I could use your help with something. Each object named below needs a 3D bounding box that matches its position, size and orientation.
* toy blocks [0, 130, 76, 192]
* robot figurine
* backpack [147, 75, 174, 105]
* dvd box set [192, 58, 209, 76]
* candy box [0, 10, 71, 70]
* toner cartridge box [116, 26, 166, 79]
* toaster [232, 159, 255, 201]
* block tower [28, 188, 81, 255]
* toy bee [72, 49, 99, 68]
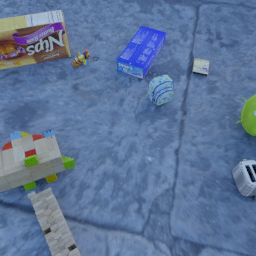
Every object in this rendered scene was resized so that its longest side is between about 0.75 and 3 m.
[{"bbox_3d":[-3.000,0.766,8.295,2.460,1.229,1.682,-18,45,-14],"label":"toy blocks"},{"bbox_3d":[4.703,-0.265,8.707,2.455,1.420,2.154,16,66,10],"label":"robot figurine"},{"bbox_3d":[1.184,-1.317,9.732,0.882,0.964,0.709,-21,57,-14],"label":"backpack"},{"bbox_3d":[2.859,-2.394,10.989,0.597,0.120,0.816,13,54,4],"label":"dvd box set"},{"bbox_3d":[-3.783,-3.341,10.717,2.934,1.712,0.828,-12,57,-9],"label":"candy box"},{"bbox_3d":[0.568,-3.100,11.261,1.163,0.529,2.449,21,57,15],"label":"toner cartridge box"},{"bbox_3d":[3.438,1.439,7.943,0.623,0.709,1.097,-5,55,-3],"label":"toaster"},{"bbox_3d":[-1.854,2.581,7.201,0.643,0.601,2.224,-26,59,-18],"label":"block tower"},{"bbox_3d":[-1.738,-2.818,11.047,0.691,0.574,1.056,31,61,22],"label":"toy bee"}]
